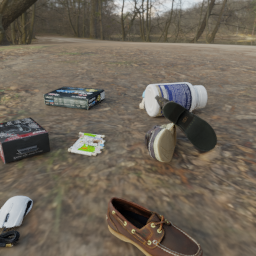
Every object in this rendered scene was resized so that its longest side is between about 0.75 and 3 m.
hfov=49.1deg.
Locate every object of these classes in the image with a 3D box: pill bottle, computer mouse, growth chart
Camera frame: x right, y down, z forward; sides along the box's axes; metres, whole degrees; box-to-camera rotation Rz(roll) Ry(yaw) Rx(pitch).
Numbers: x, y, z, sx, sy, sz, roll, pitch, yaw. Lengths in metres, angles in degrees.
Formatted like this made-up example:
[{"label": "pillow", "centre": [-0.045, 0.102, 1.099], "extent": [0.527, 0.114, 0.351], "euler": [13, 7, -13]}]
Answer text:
[{"label": "pill bottle", "centre": [2.177, -1.321, 12.681], "extent": [2.591, 1.439, 1.439], "euler": [-6, 22, -16]}, {"label": "computer mouse", "centre": [-2.572, 1.897, 6.051], "extent": [0.882, 0.353, 1.608], "euler": [-1, 22, 1]}, {"label": "growth chart", "centre": [-1.367, 0.547, 9.754], "extent": [1.158, 0.142, 1.600], "euler": [4, 23, 7]}]

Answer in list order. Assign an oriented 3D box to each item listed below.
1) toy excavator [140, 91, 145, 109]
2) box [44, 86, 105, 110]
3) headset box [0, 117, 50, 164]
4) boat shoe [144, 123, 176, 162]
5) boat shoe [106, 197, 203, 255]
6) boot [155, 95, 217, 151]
[{"label": "toy excavator", "centre": [0.919, -1.443, 13.949], "extent": [0.615, 1.197, 1.231], "euler": [10, -4, 22]}, {"label": "box", "centre": [-2.736, -1.606, 14.527], "extent": [2.509, 0.577, 1.994], "euler": [8, 23, 18]}, {"label": "headset box", "centre": [-3.598, 0.369, 9.323], "extent": [1.482, 0.769, 1.992], "euler": [-15, 27, -33]}, {"label": "boat shoe", "centre": [0.973, 0.425, 8.932], "extent": [0.906, 1.005, 2.795], "euler": [-5, 12, 18]}, {"label": "boat shoe", "centre": [0.429, 1.968, 5.395], "extent": [2.073, 0.729, 0.730], "euler": [14, 25, 29]}, {"label": "boot", "centre": [1.975, -0.318, 9.877], "extent": [2.406, 0.833, 2.095], "euler": [42, 9, -6]}]
